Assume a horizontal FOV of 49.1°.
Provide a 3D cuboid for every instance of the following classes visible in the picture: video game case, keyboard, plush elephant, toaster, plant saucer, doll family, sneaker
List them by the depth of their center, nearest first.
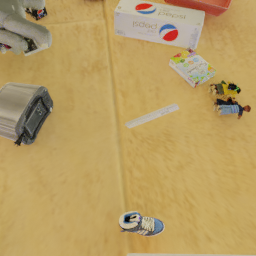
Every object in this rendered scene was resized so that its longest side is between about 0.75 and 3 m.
[{"bbox_3d":[0.303,2.032,5.968,1.010,0.739,0.407,4,60,2],"label":"sneaker"},{"bbox_3d":[0.605,-0.289,7.078,1.399,0.394,0.075,-21,65,14],"label":"keyboard"},{"bbox_3d":[-2.833,-0.362,7.224,1.168,1.028,1.808,14,61,12],"label":"toaster"},{"bbox_3d":[2.811,-0.817,7.772,0.868,0.590,1.503,0,65,-5],"label":"doll family"},{"bbox_3d":[-3.671,-2.719,8.019,2.569,1.989,2.116,-4,62,-38],"label":"plush elephant"},{"bbox_3d":[-3.132,-2.803,9.168,0.822,0.106,0.904,-26,64,-15],"label":"video game case"},{"bbox_3d":[2.407,-4.516,9.665,2.284,0.420,2.288,21,43,12],"label":"plant saucer"}]

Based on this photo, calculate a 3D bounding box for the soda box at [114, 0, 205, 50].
[{"bbox_3d":[0.973,-3.367,8.998,2.746,0.874,0.935,14,53,7],"label":"soda box"}]

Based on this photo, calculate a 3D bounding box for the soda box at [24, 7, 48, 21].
[{"bbox_3d":[-3.500,-4.393,9.895,1.406,0.445,0.498,40,67,21],"label":"soda box"}]

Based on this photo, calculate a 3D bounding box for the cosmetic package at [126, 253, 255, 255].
[{"bbox_3d":[1.263,2.876,5.136,2.616,1.327,0.932,1,59,0],"label":"cosmetic package"}]

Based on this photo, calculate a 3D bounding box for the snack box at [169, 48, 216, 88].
[{"bbox_3d":[1.933,-1.842,8.479,0.837,0.312,1.177,-32,65,-17],"label":"snack box"}]
